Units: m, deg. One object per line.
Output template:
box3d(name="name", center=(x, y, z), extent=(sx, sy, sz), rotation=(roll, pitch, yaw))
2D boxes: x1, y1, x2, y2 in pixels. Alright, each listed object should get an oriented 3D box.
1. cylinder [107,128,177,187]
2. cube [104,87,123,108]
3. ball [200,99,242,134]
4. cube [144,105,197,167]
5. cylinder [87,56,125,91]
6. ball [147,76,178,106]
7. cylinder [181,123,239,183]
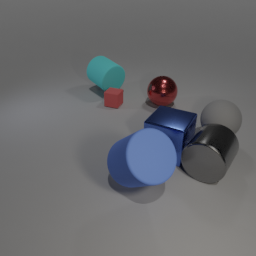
box3d(name="cylinder", center=(0.326, 0.826, 7.366), extent=(1.400, 1.400, 1.400), rotation=(-18, -5, -27))
box3d(name="cube", center=(-0.662, -1.413, 13.085), extent=(0.700, 0.700, 0.700), rotation=(11, 31, 17))
box3d(name="ball", center=(3.268, -0.303, 9.863), extent=(1.400, 1.400, 1.400), rotation=(0, 31, 0))
box3d(name="cube", center=(1.442, 0.234, 9.654), extent=(1.400, 1.400, 1.400), rotation=(15, 34, 24))
box3d(name="cylinder", center=(-1.093, -2.656, 13.794), extent=(1.400, 1.400, 1.400), rotation=(-22, 44, -33))
box3d(name="ball", center=(1.578, -1.697, 12.899), extent=(1.400, 1.400, 1.400), rotation=(0, 31, 0))
box3d(name="cylinder", center=(2.571, 0.763, 8.750), extent=(1.400, 1.400, 1.400), rotation=(19, 36, 28))
